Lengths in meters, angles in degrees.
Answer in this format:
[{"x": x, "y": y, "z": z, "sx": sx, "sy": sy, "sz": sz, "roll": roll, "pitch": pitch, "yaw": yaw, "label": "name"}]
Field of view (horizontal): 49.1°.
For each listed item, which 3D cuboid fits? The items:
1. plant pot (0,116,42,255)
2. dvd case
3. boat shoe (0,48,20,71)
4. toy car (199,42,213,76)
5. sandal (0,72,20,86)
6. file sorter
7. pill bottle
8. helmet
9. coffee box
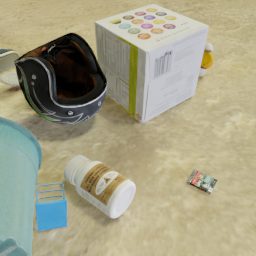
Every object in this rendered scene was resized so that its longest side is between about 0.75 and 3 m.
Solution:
[{"x": -3.335, "y": 1.724, "z": 6.104, "sx": 2.974, "sy": 2.974, "sz": 2.913, "roll": -11, "pitch": 42, "yaw": -12, "label": "plant pot"}, {"x": 2.240, "y": 1.609, "z": 8.437, "sx": 0.777, "sy": 0.086, "sz": 0.567, "roll": 22, "pitch": 47, "yaw": 24, "label": "dvd case"}, {"x": -6.406, "y": -2.999, "z": 12.668, "sx": 0.889, "sy": 1.077, "sz": 2.876, "roll": 35, "pitch": 52, "yaw": 30, "label": "boat shoe"}, {"x": 3.119, "y": -3.201, "z": 12.879, "sx": 1.664, "sy": 1.456, "sz": 1.247, "roll": 21, "pitch": 12, "yaw": 21, "label": "toy car"}, {"x": -4.521, "y": -2.066, "z": 12.164, "sx": 1.887, "sy": 0.464, "sz": 0.768, "roll": -14, "pitch": 58, "yaw": -32, "label": "sandal"}, {"x": -1.978, "y": 2.027, "z": 7.226, "sx": 0.738, "sy": 1.063, "sz": 0.652, "roll": -4, "pitch": 38, "yaw": -17, "label": "file sorter"}, {"x": -0.830, "y": 1.539, "z": 7.781, "sx": 1.896, "sy": 1.084, "sz": 1.084, "roll": 28, "pitch": 50, "yaw": 27, "label": "pill bottle"}, {"x": -2.248, "y": -1.533, "z": 9.826, "sx": 2.978, "sy": 2.840, "sz": 2.978, "roll": -21, "pitch": 26, "yaw": 11, "label": "helmet"}, {"x": 0.774, "y": -2.605, "z": 10.826, "sx": 2.968, "sy": 2.972, "sz": 2.939, "roll": -28, "pitch": 50, "yaw": -27, "label": "coffee box"}]
